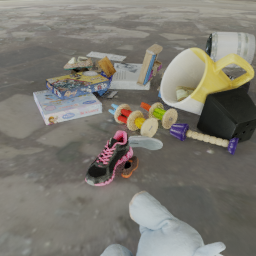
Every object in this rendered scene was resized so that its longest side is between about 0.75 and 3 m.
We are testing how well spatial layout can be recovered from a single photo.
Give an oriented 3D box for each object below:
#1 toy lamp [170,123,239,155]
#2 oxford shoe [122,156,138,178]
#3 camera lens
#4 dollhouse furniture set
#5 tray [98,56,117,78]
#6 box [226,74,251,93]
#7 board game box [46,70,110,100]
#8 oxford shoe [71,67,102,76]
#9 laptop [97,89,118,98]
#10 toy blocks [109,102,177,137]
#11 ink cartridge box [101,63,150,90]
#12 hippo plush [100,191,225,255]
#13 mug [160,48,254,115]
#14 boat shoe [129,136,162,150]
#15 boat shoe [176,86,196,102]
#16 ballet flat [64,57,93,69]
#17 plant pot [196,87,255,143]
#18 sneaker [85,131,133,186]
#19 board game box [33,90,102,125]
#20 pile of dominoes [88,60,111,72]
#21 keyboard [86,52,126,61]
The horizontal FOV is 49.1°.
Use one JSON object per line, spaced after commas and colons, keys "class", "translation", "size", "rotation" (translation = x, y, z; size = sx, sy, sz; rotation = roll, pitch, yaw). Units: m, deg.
{"class": "toy lamp", "translation": [2.457, 0.309, 9.251], "size": [2.174, 0.633, 0.633], "rotation": [18, 36, 23]}
{"class": "oxford shoe", "translation": [0.089, 1.066, 8.245], "size": [0.324, 0.330, 0.910], "rotation": [10, 33, 16]}
{"class": "camera lens", "translation": [5.547, -4.311, 15.473], "size": [2.341, 1.873, 1.873], "rotation": [5, 32, 8]}
{"class": "dollhouse furniture set", "translation": [2.002, -2.469, 12.358], "size": [2.472, 1.613, 2.334], "rotation": [26, 37, 11]}
{"class": "tray", "translation": [-0.960, -2.844, 13.109], "size": [0.510, 1.035, 0.192], "rotation": [-36, 55, 2]}
{"class": "box", "translation": [3.838, -1.985, 12.488], "size": [2.996, 0.541, 2.142], "rotation": [24, 36, 14]}
{"class": "board game box", "translation": [-2.156, -1.904, 12.089], "size": [2.280, 0.395, 1.545], "rotation": [-19, 36, -31]}
{"class": "oxford shoe", "translation": [-2.045, -2.638, 13.885], "size": [1.734, 0.732, 0.630], "rotation": [8, 31, 10]}
{"class": "laptop", "translation": [-0.978, -1.727, 12.626], "size": [0.819, 0.474, 0.766], "rotation": [7, 33, 20]}
{"class": "toy blocks", "translation": [0.466, -0.546, 10.437], "size": [1.789, 0.779, 2.146], "rotation": [-23, 37, -33]}
{"class": "ink cartridge box", "translation": [-0.202, -2.636, 14.073], "size": [2.509, 0.509, 2.504], "rotation": [0, 32, 0]}
{"class": "hippo plush", "translation": [0.515, 2.544, 5.083], "size": [1.845, 1.827, 2.294], "rotation": [-47, 38, -15]}
{"class": "mug", "translation": [2.877, -1.394, 10.165], "size": [2.247, 2.192, 2.737], "rotation": [24, -1, -31]}
{"class": "boat shoe", "translation": [0.561, 0.410, 9.203], "size": [1.187, 0.436, 0.396], "rotation": [7, 33, 13]}
{"class": "boat shoe", "translation": [2.517, -1.301, 10.514], "size": [1.887, 0.591, 0.691], "rotation": [-6, -15, -45]}
{"class": "ballet flat", "translation": [-2.766, -3.621, 15.412], "size": [1.722, 0.579, 0.586], "rotation": [-4, 32, 8]}
{"class": "plant pot", "translation": [3.477, -0.277, 9.483], "size": [1.529, 1.532, 1.359], "rotation": [-13, 47, -20]}
{"class": "sneaker", "translation": [-0.556, 0.784, 8.093], "size": [0.826, 0.997, 2.090], "rotation": [16, 37, 21]}
{"class": "board game box", "translation": [-2.523, -1.059, 11.549], "size": [2.261, 0.465, 2.255], "rotation": [-14, 34, -21]}
{"class": "pile of dominoes", "translation": [-1.573, -3.369, 15.602], "size": [1.214, 0.248, 1.558], "rotation": [-2, 37, -1]}
{"class": "keyboard", "translation": [-1.356, -4.453, 17.380], "size": [2.475, 0.132, 0.696], "rotation": [13, 34, 21]}
